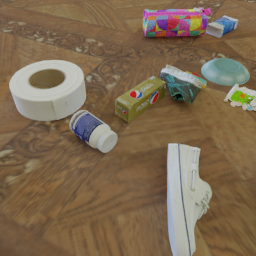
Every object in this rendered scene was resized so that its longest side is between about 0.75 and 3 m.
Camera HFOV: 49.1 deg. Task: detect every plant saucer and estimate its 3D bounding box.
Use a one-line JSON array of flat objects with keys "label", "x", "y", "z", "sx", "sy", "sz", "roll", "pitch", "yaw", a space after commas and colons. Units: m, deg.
[{"label": "plant saucer", "x": 3.400, "y": -2.050, "z": 9.698, "sx": 1.651, "sy": 0.318, "sz": 1.651, "roll": 0, "pitch": 43, "yaw": 0}]

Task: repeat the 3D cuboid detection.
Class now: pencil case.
[{"label": "pencil case", "x": 1.934, "y": -4.370, "z": 11.496, "sx": 2.662, "sy": 1.176, "sz": 1.176, "roll": -5, "pitch": 44, "yaw": -1}]

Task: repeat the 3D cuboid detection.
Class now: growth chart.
[{"label": "growth chart", "x": 3.872, "y": -0.871, "z": 8.585, "sx": 1.643, "sy": 0.146, "sz": 1.189, "roll": 19, "pitch": 48, "yaw": 20}]

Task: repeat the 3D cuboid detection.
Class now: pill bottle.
[{"label": "pill bottle", "x": -0.876, "y": 0.091, "z": 7.162, "sx": 1.197, "sy": 0.693, "sz": 0.693, "roll": 33, "pitch": 53, "yaw": 30}]

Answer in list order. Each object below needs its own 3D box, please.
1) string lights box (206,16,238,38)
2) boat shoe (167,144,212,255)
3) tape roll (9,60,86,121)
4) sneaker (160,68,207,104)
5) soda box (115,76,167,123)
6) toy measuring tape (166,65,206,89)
[{"label": "string lights box", "x": 4.071, "y": -4.399, "z": 12.095, "sx": 1.359, "sy": 0.401, "sz": 0.698, "roll": -33, "pitch": 53, "yaw": -30}, {"label": "boat shoe", "x": 1.247, "y": 1.310, "z": 5.669, "sx": 0.883, "sy": 0.994, "sz": 2.701, "roll": 1, "pitch": 44, "yaw": 6}, {"label": "tape roll", "x": -2.368, "y": -1.186, "z": 8.460, "sx": 2.175, "sy": 0.761, "sz": 2.175, "roll": 0, "pitch": 43, "yaw": 0}, {"label": "sneaker", "x": 1.504, "y": -1.292, "z": 8.612, "sx": 0.741, "sy": 0.871, "sz": 1.909, "roll": 17, "pitch": 10, "yaw": -30}, {"label": "soda box", "x": 0.391, "y": -0.876, "z": 8.258, "sx": 0.548, "sy": 0.580, "sz": 1.713, "roll": 33, "pitch": 52, "yaw": 30}, {"label": "toy measuring tape", "x": 1.814, "y": -1.627, "z": 9.008, "sx": 1.474, "sy": 0.542, "sz": 0.542, "roll": 30, "pitch": 50, "yaw": 14}]
